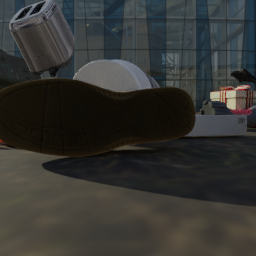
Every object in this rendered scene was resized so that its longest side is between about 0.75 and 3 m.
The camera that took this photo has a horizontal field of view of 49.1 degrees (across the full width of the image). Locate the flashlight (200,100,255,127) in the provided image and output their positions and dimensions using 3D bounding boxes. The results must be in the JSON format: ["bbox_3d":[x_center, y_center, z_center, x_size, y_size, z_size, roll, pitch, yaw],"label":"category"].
[{"bbox_3d":[3.486,-0.479,8.640,2.699,0.917,0.914,2,22,-23],"label":"flashlight"}]

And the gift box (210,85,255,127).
[{"bbox_3d":[3.885,-0.785,10.045,1.528,1.427,1.410,-3,5,-29],"label":"gift box"}]

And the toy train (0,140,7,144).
[{"bbox_3d":[-1.994,-0.041,5.243,1.488,0.551,1.981,-3,5,-38],"label":"toy train"}]

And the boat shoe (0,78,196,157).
[{"bbox_3d":[-0.413,-0.086,3.880,2.698,0.998,0.896,1,-9,-20],"label":"boat shoe"}]

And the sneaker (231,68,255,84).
[{"bbox_3d":[4.191,-1.795,10.096,0.482,0.924,0.277,-47,5,37],"label":"sneaker"}]

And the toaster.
[{"bbox_3d":[-2.490,-2.697,8.286,1.398,1.589,2.461,-15,38,10],"label":"toaster"}]

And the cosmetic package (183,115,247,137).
[{"bbox_3d":[1.528,-0.049,5.996,1.825,0.462,0.753,-1,4,-15],"label":"cosmetic package"}]

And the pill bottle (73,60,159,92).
[{"bbox_3d":[-0.137,-0.649,6.340,1.602,1.602,2.813,1,3,13],"label":"pill bottle"}]
